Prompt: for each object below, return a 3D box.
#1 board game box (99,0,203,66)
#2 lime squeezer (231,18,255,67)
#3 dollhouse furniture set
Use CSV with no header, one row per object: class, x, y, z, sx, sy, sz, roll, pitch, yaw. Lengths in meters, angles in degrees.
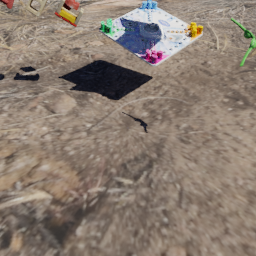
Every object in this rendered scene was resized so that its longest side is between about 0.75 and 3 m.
board game box,0.825,-3.505,9.850,2.701,0.349,2.701,-37,63,-27
lime squeezer,2.739,-2.055,6.544,0.444,1.257,0.237,-14,-16,33
dollhouse furniture set,-3.072,-4.404,9.543,2.990,1.216,1.609,28,26,-22
